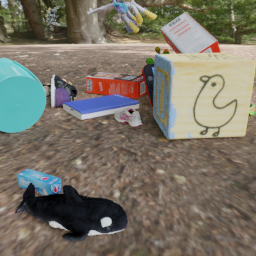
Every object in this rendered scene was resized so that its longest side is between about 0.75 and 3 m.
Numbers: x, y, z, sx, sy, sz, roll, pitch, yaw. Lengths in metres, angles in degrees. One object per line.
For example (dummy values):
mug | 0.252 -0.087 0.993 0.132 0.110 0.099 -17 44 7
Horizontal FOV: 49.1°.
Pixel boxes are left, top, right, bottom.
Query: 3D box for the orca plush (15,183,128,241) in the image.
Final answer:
orca plush | -0.959 1.162 4.632 1.971 0.701 1.037 12 24 30

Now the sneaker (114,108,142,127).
sneaker | 0.006 -0.445 9.215 1.172 0.517 0.477 19 28 41

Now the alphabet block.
alphabet block | 2.093 -1.057 8.468 2.297 2.244 2.256 -3 22 -5

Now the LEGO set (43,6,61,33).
LEGO set | -1.449 -2.024 5.135 0.218 0.499 0.769 22 0 -41

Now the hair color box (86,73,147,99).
hair color box | -0.509 -2.009 12.992 2.615 0.801 1.327 9 22 22

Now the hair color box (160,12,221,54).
hair color box | 2.316 -3.298 10.618 1.234 0.744 2.430 -32 49 9

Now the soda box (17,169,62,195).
soda box | -1.728 1.068 5.463 0.881 0.299 0.283 10 23 26

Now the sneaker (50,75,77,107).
sneaker | -2.689 -1.509 11.732 1.085 0.939 2.479 -1 30 -14

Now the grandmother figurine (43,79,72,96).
grandmother figurine | -3.461 -1.876 13.017 1.111 0.555 1.832 14 24 19

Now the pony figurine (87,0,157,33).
pony figurine | -0.185 -3.372 7.618 1.345 1.615 1.559 -53 25 -13

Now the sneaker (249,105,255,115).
sneaker | 4.375 -0.644 10.135 0.367 0.336 0.876 -3 10 28

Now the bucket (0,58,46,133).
bucket | -3.594 -0.934 8.451 2.093 2.093 1.361 -18 38 -39

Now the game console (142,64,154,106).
game console | 1.586 -1.814 11.407 1.965 1.738 0.305 -10 -11 -25

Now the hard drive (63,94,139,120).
hard drive | -1.014 -0.847 10.594 2.405 0.305 1.587 -14 24 -32

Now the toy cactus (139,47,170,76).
toy cactus | 1.647 -2.383 12.749 2.144 2.598 1.329 48 54 7
